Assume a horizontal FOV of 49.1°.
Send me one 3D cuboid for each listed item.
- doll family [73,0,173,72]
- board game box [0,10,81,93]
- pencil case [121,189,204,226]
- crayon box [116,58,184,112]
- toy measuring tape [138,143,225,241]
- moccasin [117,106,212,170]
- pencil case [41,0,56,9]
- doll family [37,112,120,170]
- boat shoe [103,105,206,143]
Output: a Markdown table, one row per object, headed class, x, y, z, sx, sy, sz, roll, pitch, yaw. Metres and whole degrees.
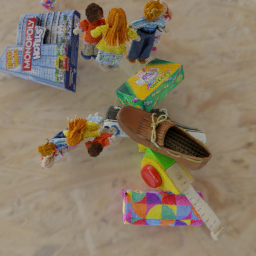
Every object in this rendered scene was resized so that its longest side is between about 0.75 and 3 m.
| class | x | y | z | sx | sy | sz | roll | pitch | yaw |
| --- | --- | --- | --- | --- | --- | --- | --- | --- | --- |
| doll family | 0.132 | -2.283 | 6.821 | 2.749 | 1.706 | 1.239 | -15 | 59 | -23 |
| board game box | -2.437 | -2.060 | 7.441 | 2.174 | 0.671 | 2.175 | 2 | 86 | 14 |
| pencil case | 0.813 | 1.896 | 6.786 | 2.007 | 0.887 | 0.887 | 4 | 77 | 0 |
| crayon box | 0.589 | -1.122 | 7.199 | 0.945 | 0.464 | 1.592 | 26 | 59 | 39 |
| toy measuring tape | 1.128 | 1.427 | 6.771 | 1.045 | 1.045 | 2.841 | -36 | 80 | -8 |
| moccasin | 0.760 | 0.163 | 6.124 | 2.225 | 0.859 | 0.814 | 35 | 68 | 9 |
| pencil case | -2.230 | -3.868 | 8.193 | 0.784 | 0.347 | 0.347 | -43 | 79 | 23 |
| doll family | -1.338 | 0.233 | 6.441 | 2.199 | 1.365 | 0.991 | -18 | 106 | 27 |
| boat shoe | 0.696 | -0.116 | 7.187 | 2.635 | 0.932 | 0.839 | 9 | 77 | 5 |
